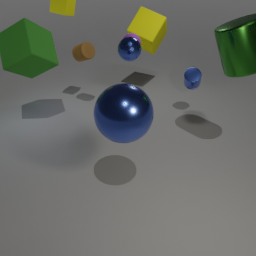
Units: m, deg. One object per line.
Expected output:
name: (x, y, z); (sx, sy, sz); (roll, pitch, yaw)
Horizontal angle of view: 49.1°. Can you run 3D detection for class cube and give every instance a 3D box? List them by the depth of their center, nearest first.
cube: (-3.606, -2.820, 10.148); (1.400, 1.400, 1.400); (-19, -11, 22)
cube: (-2.504, -4.756, 10.776); (0.700, 0.700, 0.700); (18, 24, 14)
cube: (0.964, -4.732, 13.688); (1.400, 1.400, 1.400); (29, -4, 12)

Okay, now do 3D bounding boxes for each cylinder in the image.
cylinder: (3.349, -2.380, 8.098); (1.400, 1.400, 1.400); (-19, 22, 8)
cylinder: (-1.851, -3.178, 11.706); (0.700, 0.700, 0.700); (0, 22, 46)
cylinder: (2.718, -2.080, 11.802); (0.700, 0.700, 0.700); (-3, 70, 9)

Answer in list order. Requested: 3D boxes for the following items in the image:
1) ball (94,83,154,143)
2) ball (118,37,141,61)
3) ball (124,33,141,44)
ball: (-0.101, -0.340, 6.554); (1.400, 1.400, 1.400); (0, 30, 0)
ball: (0.045, -2.321, 8.244); (0.700, 0.700, 0.700); (0, 30, 0)
ball: (0.128, -3.141, 10.363); (0.700, 0.700, 0.700); (0, 30, 0)
